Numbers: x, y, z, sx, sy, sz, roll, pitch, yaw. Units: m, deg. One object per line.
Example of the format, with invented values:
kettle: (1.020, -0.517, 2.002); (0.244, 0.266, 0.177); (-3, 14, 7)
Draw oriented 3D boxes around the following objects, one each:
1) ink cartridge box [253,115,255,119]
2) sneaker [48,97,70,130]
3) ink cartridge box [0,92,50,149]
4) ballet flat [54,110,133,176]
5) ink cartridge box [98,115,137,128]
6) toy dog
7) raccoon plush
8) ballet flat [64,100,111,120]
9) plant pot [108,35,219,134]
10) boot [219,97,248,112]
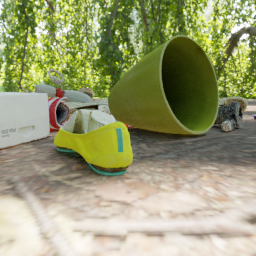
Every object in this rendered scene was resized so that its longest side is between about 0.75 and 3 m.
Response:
ink cartridge box: (5.377, -0.432, 10.987); (1.175, 0.218, 0.556); (-3, 8, -39)
sneaker: (-2.395, -0.508, 8.436); (1.564, 0.991, 2.781); (-4, 15, 0)
ink cartridge box: (-3.299, -0.253, 6.115); (2.553, 1.082, 1.859); (4, 8, 16)
ballet flat: (-0.613, 0.098, 4.475); (0.787, 0.789, 2.354); (-4, 8, -28)
ink cartridge box: (-0.292, -0.210, 8.775); (1.378, 0.326, 1.103); (-1, 7, 1)
toy dog: (-2.617, -1.128, 11.935); (2.660, 1.281, 1.754); (27, 43, -14)
raccoon plush: (2.658, -0.341, 8.318); (1.130, 0.816, 1.686); (-4, 3, 37)
ballet flat: (-1.445, -0.609, 11.063); (2.476, 0.835, 0.772); (-7, 37, -22)
plant pot: (0.698, -0.866, 7.601); (2.393, 2.393, 2.557); (-7, -3, -43)
boot: (3.739, -0.874, 11.994); (2.326, 0.838, 1.799); (-2, 4, 35)
